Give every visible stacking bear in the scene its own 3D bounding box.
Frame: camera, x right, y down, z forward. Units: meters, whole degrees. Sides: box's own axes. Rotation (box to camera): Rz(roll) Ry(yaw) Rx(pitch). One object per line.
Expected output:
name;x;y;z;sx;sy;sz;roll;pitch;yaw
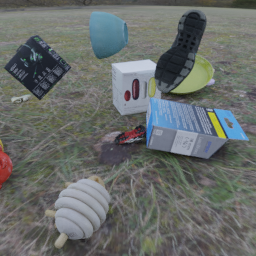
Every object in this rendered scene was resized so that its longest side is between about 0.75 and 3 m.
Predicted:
stacking bear;-4.274;0.661;7.922;2.666;1.619;1.516;34;17;31

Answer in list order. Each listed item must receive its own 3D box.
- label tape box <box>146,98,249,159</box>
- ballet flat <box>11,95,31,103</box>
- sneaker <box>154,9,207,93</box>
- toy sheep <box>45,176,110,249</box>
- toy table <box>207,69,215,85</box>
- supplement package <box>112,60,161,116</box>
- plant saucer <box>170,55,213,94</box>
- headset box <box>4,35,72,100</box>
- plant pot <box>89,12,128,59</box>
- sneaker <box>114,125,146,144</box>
label tape box;2.134;0.013;9.385;2.952;0.934;2.129;10;30;-2
ballet flat;-4.740;-1.266;12.500;0.857;0.289;0.267;-15;61;-18
sneaker;1.681;-2.191;8.544;1.034;1.087;2.741;25;80;17
toy sheep;-1.065;1.807;6.198;1.269;1.269;1.841;12;48;20
toy table;3.892;-2.652;14.415;1.206;0.706;1.108;-13;32;-19
supplement package;0.349;-1.704;11.612;1.736;1.815;1.335;-11;31;-17
plant saucer;2.672;-2.607;13.793;2.922;0.454;2.922;-6;50;7
headset box;-2.896;-1.966;8.954;1.384;1.589;0.737;-43;17;15
plant pot;-0.710;-3.970;11.925;1.308;1.942;1.942;-1;29;13
sneaker;0.113;0.337;9.486;1.154;0.564;0.408;-23;43;6
